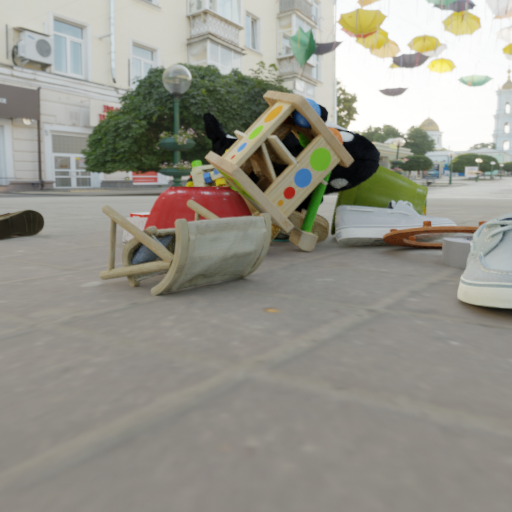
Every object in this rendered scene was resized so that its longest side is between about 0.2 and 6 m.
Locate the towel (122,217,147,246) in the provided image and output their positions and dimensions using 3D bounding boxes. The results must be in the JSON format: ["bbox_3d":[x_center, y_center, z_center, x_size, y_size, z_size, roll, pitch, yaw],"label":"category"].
[{"bbox_3d":[-2.181,-0.526,12.094,1.367,0.236,0.906,-2,40,-8],"label":"towel"}]

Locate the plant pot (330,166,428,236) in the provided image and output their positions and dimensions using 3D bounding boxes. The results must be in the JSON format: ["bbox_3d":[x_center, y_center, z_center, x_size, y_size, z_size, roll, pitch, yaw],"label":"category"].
[{"bbox_3d":[2.980,-1.227,13.348,1.939,2.014,2.014,15,11,13],"label":"plant pot"}]

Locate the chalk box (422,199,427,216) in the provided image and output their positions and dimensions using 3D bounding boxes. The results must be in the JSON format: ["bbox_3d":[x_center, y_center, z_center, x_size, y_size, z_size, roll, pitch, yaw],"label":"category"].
[{"bbox_3d":[3.890,-1.088,14.884,1.007,1.002,1.619,1,8,7],"label":"chalk box"}]

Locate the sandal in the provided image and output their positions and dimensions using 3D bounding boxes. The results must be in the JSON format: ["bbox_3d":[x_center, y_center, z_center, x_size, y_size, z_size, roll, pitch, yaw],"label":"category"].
[{"bbox_3d":[0.279,-0.652,12.320,2.669,0.979,0.878,13,43,1],"label":"sandal"}]

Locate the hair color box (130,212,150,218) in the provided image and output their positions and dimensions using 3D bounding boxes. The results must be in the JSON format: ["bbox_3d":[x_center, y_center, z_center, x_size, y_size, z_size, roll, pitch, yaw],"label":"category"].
[{"bbox_3d":[-2.515,-0.951,15.589,1.764,0.540,0.895,-7,10,-35],"label":"hair color box"}]

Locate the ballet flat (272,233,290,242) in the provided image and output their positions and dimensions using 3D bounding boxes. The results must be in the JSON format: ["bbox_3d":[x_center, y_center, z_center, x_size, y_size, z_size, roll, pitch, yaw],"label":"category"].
[{"bbox_3d":[0.672,-0.951,14.223,0.968,0.915,2.872,0,8,4],"label":"ballet flat"}]

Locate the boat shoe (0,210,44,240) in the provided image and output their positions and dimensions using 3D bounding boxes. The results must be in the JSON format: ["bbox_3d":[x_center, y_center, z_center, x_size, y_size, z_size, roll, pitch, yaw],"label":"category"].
[{"bbox_3d":[-6.127,-0.804,13.976,0.648,0.686,1.907,3,8,18],"label":"boat shoe"}]

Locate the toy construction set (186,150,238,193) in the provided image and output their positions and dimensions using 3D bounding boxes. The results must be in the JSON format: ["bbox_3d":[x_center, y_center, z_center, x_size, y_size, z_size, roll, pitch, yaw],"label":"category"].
[{"bbox_3d":[-0.692,-1.584,12.907,1.566,1.100,2.388,-16,-25,18],"label":"toy construction set"}]

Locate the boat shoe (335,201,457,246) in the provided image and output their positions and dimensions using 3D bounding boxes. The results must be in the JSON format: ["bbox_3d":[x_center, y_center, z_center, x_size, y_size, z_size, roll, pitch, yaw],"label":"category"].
[{"bbox_3d":[2.997,-0.747,12.068,2.701,0.925,0.972,-3,-12,-3],"label":"boat shoe"}]

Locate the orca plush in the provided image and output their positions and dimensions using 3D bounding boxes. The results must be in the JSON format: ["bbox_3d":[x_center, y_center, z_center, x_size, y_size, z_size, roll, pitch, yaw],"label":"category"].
[{"bbox_3d":[0.322,-2.493,12.668,4.722,2.484,1.678,31,17,33],"label":"orca plush"}]

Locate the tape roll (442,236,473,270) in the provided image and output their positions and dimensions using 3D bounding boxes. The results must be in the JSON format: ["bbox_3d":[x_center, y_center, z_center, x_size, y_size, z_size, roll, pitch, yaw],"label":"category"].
[{"bbox_3d":[3.829,-0.058,9.372,1.370,0.452,1.370,0,9,0],"label":"tape roll"}]

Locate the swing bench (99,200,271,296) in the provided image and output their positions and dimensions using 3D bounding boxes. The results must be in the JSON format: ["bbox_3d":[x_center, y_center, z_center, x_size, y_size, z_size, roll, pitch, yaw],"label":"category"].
[{"bbox_3d":[-0.957,-0.117,7.694,1.693,1.099,1.684,13,14,40],"label":"swing bench"}]

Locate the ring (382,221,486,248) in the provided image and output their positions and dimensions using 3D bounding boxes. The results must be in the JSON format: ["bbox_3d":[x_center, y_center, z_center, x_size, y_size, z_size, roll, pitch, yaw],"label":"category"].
[{"bbox_3d":[3.576,-0.399,10.626,2.312,0.222,2.312,2,-7,0],"label":"ring"}]

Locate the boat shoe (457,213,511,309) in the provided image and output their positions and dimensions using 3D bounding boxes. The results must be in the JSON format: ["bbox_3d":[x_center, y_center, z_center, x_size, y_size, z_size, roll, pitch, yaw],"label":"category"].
[{"bbox_3d":[3.021,-0.014,6.868,1.010,1.031,2.895,3,8,19],"label":"boat shoe"}]

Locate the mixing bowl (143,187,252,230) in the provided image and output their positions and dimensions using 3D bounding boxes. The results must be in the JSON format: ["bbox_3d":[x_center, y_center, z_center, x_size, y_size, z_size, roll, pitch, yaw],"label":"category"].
[{"bbox_3d":[-1.051,-0.645,10.575,2.438,1.320,2.438,0,9,0],"label":"mixing bowl"}]

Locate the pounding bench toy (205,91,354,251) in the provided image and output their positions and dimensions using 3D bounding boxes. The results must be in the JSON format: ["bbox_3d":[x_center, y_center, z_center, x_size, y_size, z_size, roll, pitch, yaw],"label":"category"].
[{"bbox_3d":[0.795,-1.608,10.820,2.629,2.051,1.633,44,-1,-28],"label":"pounding bench toy"}]
